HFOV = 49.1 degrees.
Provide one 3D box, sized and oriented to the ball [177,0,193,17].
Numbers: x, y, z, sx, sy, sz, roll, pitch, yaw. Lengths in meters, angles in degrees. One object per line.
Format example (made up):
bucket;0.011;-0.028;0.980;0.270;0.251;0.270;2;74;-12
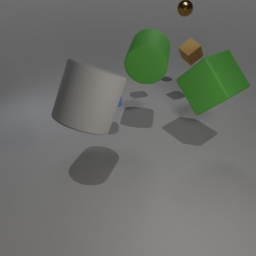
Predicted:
ball;2.561;-5.362;12.540;0.700;0.700;0.700;0;31;0

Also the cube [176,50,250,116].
cube;2.737;-1.465;9.085;1.400;1.400;1.400;-26;85;-37

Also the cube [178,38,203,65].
cube;2.704;-3.280;12.047;0.700;0.700;0.700;-39;58;2

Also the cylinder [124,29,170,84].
cylinder;0.684;-2.432;9.497;1.400;1.400;1.400;5;42;9

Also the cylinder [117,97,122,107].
cylinder;-0.586;-1.134;9.962;0.700;0.700;0.700;-2;17;1

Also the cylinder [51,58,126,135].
cylinder;-0.910;-0.731;6.523;1.400;1.400;1.400;19;12;-4
